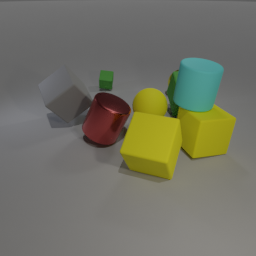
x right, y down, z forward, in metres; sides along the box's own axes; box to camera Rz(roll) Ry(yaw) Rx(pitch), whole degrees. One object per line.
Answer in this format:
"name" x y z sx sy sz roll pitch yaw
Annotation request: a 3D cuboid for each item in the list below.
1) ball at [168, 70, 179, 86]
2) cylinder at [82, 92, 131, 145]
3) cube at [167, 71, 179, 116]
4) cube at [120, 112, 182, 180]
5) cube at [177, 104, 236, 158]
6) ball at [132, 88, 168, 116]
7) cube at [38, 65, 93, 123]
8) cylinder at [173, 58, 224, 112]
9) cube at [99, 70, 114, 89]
"ball" 2.732 -2.294 14.287 1.400 1.400 1.400 0 28 0
"cylinder" -0.789 -0.347 10.149 1.400 1.400 1.400 21 29 -12
"cube" 2.598 -1.489 12.050 1.400 1.400 1.400 -5 61 -8
"cube" 0.753 0.539 8.423 1.400 1.400 1.400 11 64 20
"cube" 2.614 0.043 9.766 1.400 1.400 1.400 -5 28 -20
"ball" 0.874 -0.888 11.176 1.400 1.400 1.400 0 28 0
"cube" -2.457 -1.338 11.146 1.400 1.400 1.400 -36 51 7
"cylinder" 2.333 -1.469 9.423 1.400 1.400 1.400 5 31 -3
"cube" -1.166 -2.594 15.053 0.700 0.700 0.700 6 59 -1
